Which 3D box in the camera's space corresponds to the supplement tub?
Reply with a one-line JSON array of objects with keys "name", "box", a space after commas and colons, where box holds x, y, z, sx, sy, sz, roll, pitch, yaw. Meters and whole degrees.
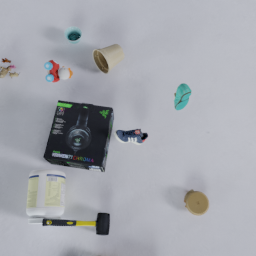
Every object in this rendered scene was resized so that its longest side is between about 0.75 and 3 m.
[{"name": "supplement tub", "box": [-2.980, 2.521, 10.218, 1.332, 1.332, 1.837, -1, 71, 0]}]

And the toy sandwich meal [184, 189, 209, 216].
[{"name": "toy sandwich meal", "box": [2.588, 2.846, 10.657, 0.994, 0.341, 0.994, 1, 73, -2]}]

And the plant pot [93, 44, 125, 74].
[{"name": "plant pot", "box": [-0.792, -3.164, 12.463, 1.076, 1.175, 1.175, -35, 74, -24]}]

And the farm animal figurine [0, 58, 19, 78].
[{"name": "farm animal figurine", "box": [-5.397, -2.545, 12.513, 0.991, 0.523, 1.002, -33, 80, 2]}]

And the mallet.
[{"name": "mallet", "box": [-1.746, 3.469, 9.816, 2.471, 0.508, 0.814, 4, 72, -30]}]

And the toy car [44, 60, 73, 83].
[{"name": "toy car", "box": [-2.397, -2.034, 10.001, 0.901, 0.830, 0.797, -1, 106, 5]}]

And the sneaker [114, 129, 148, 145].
[{"name": "sneaker", "box": [0.165, 0.243, 10.668, 0.637, 1.506, 0.565, -37, 59, 35]}]

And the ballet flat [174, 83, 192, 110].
[{"name": "ballet flat", "box": [1.900, -1.150, 9.973, 0.546, 1.622, 0.571, -21, 75, -5]}]

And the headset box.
[{"name": "headset box", "box": [-1.822, 0.253, 11.107, 2.241, 1.194, 2.574, 9, 71, 3]}]

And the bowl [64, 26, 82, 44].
[{"name": "bowl", "box": [-2.541, -4.293, 13.130, 0.838, 0.438, 0.838, 1, 72, -3]}]
